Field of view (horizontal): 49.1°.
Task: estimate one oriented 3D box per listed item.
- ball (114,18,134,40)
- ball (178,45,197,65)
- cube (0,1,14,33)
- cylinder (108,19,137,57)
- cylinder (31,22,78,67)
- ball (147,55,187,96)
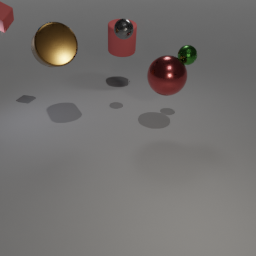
[{"bbox_3d":[-0.150,-3.482,9.863,0.700,0.700,0.700,0,29,0],"label":"ball"},{"bbox_3d":[2.137,-2.621,10.075,0.700,0.700,0.700,0,29,0],"label":"ball"},{"bbox_3d":[-4.667,-4.077,10.192,0.700,0.700,0.700,26,67,-9],"label":"cube"},{"bbox_3d":[-0.293,-4.457,13.843,1.400,1.400,1.400,2,42,-2],"label":"cylinder"},{"bbox_3d":[-2.564,-2.825,9.671,1.400,1.400,1.400,-12,15,-20],"label":"cylinder"},{"bbox_3d":[1.377,-1.838,9.862,1.400,1.400,1.400,0,29,0],"label":"ball"}]
